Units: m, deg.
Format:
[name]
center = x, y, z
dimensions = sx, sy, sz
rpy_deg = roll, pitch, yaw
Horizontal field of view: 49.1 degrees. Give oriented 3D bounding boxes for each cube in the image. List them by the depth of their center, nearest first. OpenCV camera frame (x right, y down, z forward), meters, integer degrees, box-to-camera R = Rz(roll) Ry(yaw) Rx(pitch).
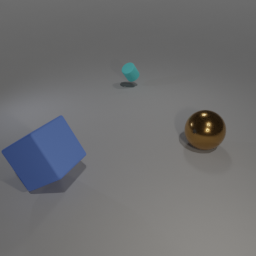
[cube]
center = -2.348, 0.710, 7.988
dimensions = 1.400, 1.400, 1.400
rpy_deg = -25, 11, 31

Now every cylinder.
[cylinder]
center = 0.132, -2.828, 14.204
dimensions = 0.700, 0.700, 0.700
rpy_deg = -14, 57, 22

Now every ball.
[ball]
center = 2.674, 0.070, 9.732
dimensions = 1.400, 1.400, 1.400
rpy_deg = 0, 31, 0
